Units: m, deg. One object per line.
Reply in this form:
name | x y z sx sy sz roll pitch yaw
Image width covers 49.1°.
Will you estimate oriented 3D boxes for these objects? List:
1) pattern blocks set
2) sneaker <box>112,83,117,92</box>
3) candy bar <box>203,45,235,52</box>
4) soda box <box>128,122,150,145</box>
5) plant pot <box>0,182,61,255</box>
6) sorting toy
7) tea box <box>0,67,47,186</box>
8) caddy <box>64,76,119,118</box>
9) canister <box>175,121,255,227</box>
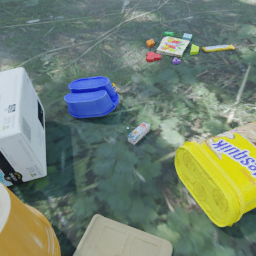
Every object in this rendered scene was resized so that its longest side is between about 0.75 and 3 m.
pattern blocks set | 2.084 -3.848 13.201 2.488 0.229 2.831 6 44 6
sneaker | -0.948 -1.481 10.635 1.027 0.422 0.400 -13 45 -12
candy bar | 4.226 -3.739 13.138 1.526 0.169 0.380 -6 44 -8
soda box | 0.360 0.161 9.043 0.268 0.289 0.844 29 51 27
plant pot | -2.773 2.264 5.334 2.602 2.382 2.602 1 44 -1
sorting toy | -0.349 3.310 5.823 2.002 0.360 2.687 18 47 12
tea box | -3.913 0.092 7.783 2.748 1.867 2.794 -16 47 -3
caddy | -1.270 -0.997 9.722 1.875 0.984 1.326 -4 50 15
canister | 3.116 0.992 7.505 2.994 1.296 2.224 -18 47 -19
